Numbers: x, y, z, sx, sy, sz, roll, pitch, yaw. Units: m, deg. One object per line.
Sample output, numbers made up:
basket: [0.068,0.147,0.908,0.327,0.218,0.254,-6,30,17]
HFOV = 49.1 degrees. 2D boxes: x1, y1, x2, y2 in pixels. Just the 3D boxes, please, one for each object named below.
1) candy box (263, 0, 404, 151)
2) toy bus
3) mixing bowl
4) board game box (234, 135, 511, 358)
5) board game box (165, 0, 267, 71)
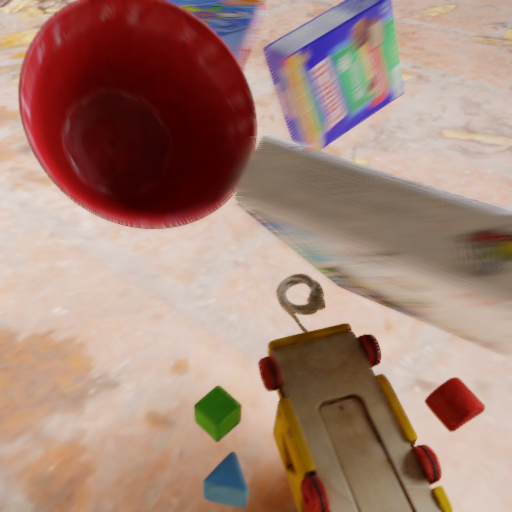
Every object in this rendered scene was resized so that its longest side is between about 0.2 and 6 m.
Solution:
candy box: [1.246,-2.803,8.565,1.916,1.620,0.738,-35,41,-13]
toy bus: [0.919,2.143,6.711,2.837,1.554,3.007,24,50,16]
mixing bowl: [-1.725,-1.797,7.827,3.092,3.092,1.675,-27,8,-27]
board game box: [1.637,0.151,5.802,2.488,3.942,0.682,23,86,24]
board game box: [-1.673,-3.763,9.606,3.403,0.331,1.752,10,64,18]
